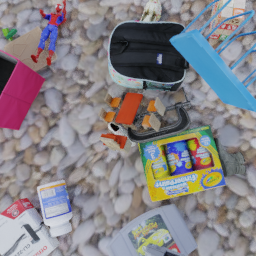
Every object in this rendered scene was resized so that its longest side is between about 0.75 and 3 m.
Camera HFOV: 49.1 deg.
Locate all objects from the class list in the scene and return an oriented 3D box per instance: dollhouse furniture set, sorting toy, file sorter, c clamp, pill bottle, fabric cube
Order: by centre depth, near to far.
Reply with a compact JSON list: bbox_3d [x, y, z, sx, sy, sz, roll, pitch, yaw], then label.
[{"bbox_3d":[2.380,-1.706,6.429,1.385,1.566,2.257,-44,105,4],"label":"file sorter"},{"bbox_3d":[-0.095,-0.270,8.749,1.960,1.010,1.939,9,68,31],"label":"dollhouse furniture set"},{"bbox_3d":[-4.310,-1.329,8.805,2.115,2.149,2.156,26,87,3],"label":"fabric cube"},{"bbox_3d":[-2.273,2.530,8.872,0.897,0.897,1.601,-15,82,-3],"label":"pill bottle"},{"bbox_3d":[1.060,-0.354,9.337,2.394,0.324,2.045,-18,42,3],"label":"c clamp"},{"bbox_3d":[-3.661,-2.970,10.120,1.520,0.303,2.057,-33,85,-1],"label":"sorting toy"}]

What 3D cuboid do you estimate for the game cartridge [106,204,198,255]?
[{"bbox_3d":[0.722,3.501,8.535,2.584,0.528,1.720,-25,76,-24],"label":"game cartridge"}]

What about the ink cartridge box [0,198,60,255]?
[{"bbox_3d":[-3.291,3.384,8.765,1.370,0.795,1.899,-39,82,-6],"label":"ink cartridge box"}]

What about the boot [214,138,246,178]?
[{"bbox_3d":[3.388,0.936,9.415,0.919,0.476,1.407,-13,88,-7],"label":"boot"}]

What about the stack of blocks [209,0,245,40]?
[{"bbox_3d":[3.515,-4.593,9.823,0.734,1.443,2.506,9,80,1],"label":"stack of blocks"}]

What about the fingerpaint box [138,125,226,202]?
[{"bbox_3d":[1.689,1.144,9.118,2.379,0.873,1.985,-12,80,-2],"label":"fingerpaint box"}]

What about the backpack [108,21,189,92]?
[{"bbox_3d":[0.558,-2.318,9.201,2.475,1.864,2.197,4,80,-6],"label":"backpack"}]

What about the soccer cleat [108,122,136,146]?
[{"bbox_3d":[-0.210,0.203,9.471,1.168,0.497,0.401,41,83,7],"label":"soccer cleat"}]

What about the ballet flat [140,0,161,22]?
[{"bbox_3d":[0.792,-3.998,10.154,0.702,0.594,1.857,17,80,5],"label":"ballet flat"}]

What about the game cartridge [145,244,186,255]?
[{"bbox_3d":[1.606,4.013,6.934,2.583,0.537,1.720,12,113,24],"label":"game cartridge"}]

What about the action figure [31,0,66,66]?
[{"bbox_3d":[-2.678,-3.548,9.636,0.815,1.237,2.499,11,64,-4],"label":"action figure"}]
